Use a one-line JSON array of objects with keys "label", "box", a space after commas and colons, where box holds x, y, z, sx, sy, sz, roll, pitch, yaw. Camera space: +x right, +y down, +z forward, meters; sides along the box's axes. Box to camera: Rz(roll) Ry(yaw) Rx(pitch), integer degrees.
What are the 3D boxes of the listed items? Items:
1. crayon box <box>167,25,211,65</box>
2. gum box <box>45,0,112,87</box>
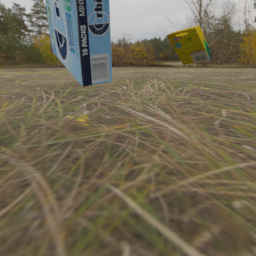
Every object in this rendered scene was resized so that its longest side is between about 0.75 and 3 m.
[{"label": "crayon box", "box": [2.126, -2.897, 9.659, 1.031, 0.412, 1.624, -3, -27, 32]}, {"label": "gum box", "box": [-1.187, -2.577, 5.906, 0.662, 2.526, 2.973, -13, 32, -21]}]
